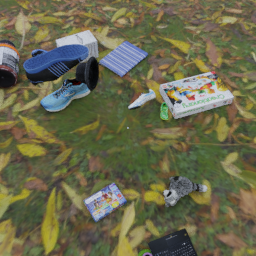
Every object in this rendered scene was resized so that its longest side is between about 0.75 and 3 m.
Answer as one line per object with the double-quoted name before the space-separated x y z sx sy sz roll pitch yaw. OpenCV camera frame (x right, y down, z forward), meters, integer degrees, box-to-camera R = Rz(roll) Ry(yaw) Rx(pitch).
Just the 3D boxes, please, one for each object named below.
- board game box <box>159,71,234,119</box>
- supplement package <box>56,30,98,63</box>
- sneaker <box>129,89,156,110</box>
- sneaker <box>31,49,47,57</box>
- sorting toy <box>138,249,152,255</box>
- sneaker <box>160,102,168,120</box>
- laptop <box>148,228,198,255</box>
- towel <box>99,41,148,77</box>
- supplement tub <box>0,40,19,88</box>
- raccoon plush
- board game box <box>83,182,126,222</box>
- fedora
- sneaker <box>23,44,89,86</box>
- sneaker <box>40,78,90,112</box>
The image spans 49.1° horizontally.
"board game box" 2.944 -1.478 12.203 2.707 0.468 1.709 -16 56 -12
"supplement package" -2.447 -3.869 13.663 1.736 1.019 1.015 -24 57 -17
"sneaker" 0.431 -0.930 9.327 1.032 0.371 0.374 -32 86 -10
"sneaker" -4.063 -3.417 13.637 1.475 0.517 0.575 10 47 6
"sorting toy" 0.470 4.065 8.034 0.740 0.506 1.232 24 56 17
"sneaker" 1.511 -0.704 11.697 0.325 0.366 0.876 -2 54 -3
"laptop" 1.505 3.756 8.028 1.318 0.768 1.487 -14 64 -17
"towel" -0.196 -3.444 13.881 1.523 0.251 2.103 35 62 21
"supplement tub" -5.691 -3.038 12.907 1.246 1.246 2.329 -8 53 -6
"raccoon plush" 1.901 2.227 9.341 1.505 0.728 1.008 9 62 6
"board game box" -0.770 2.474 9.411 1.208 0.208 0.818 -28 58 -19
"fedora" -1.663 -2.186 11.170 0.682 1.493 1.493 8 54 10
"sneaker" -2.373 -2.144 9.546 2.238 0.872 0.785 -22 60 -16
"sneaker" -2.713 -1.619 11.935 2.390 1.075 0.937 -36 61 -24
